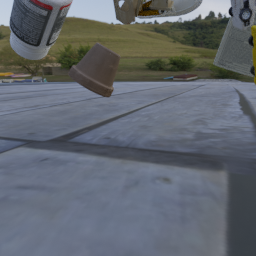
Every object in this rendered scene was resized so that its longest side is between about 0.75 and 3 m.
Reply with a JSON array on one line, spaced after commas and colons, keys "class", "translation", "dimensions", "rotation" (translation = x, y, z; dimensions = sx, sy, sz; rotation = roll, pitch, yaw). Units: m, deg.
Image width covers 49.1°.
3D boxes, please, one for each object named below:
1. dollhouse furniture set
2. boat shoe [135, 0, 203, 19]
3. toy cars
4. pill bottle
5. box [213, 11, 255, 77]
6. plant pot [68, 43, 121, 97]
[{"class": "dollhouse furniture set", "translation": [0.663, -3.871, 7.982], "dimensions": [1.613, 1.014, 1.824], "rotation": [13, 57, 17]}, {"class": "boat shoe", "translation": [1.276, -4.163, 9.515], "dimensions": [2.445, 0.867, 0.854], "rotation": [2, 33, 22]}, {"class": "toy cars", "translation": [2.544, -2.005, 5.441], "dimensions": [0.581, 2.622, 1.176], "rotation": [-16, -10, 5]}, {"class": "pill bottle", "translation": [-2.316, -2.880, 7.212], "dimensions": [1.280, 1.280, 2.247], "rotation": [-8, -21, -35]}, {"class": "box", "translation": [3.403, -2.889, 7.531], "dimensions": [1.312, 2.764, 1.074], "rotation": [22, 53, 12]}, {"class": "plant pot", "translation": [-0.631, -1.303, 6.053], "dimensions": [1.040, 0.907, 1.040], "rotation": [29, 12, -7]}]
